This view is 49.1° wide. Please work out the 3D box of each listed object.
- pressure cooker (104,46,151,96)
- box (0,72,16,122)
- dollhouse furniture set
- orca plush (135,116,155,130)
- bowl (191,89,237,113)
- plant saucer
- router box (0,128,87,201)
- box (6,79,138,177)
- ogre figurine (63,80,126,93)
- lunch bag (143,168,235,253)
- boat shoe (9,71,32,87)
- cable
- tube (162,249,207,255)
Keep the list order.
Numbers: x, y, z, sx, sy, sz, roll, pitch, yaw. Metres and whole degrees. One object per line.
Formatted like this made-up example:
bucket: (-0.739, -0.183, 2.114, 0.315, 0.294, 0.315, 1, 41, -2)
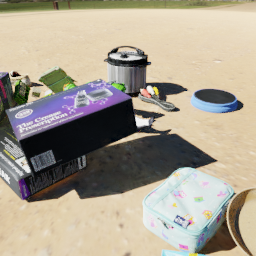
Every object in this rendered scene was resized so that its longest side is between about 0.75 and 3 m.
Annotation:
pressure cooker: (-0.011, -2.737, 13.058, 1.889, 2.148, 1.919, -14, 31, -23)
box: (-5.639, -0.948, 10.462, 1.740, 1.509, 2.846, 0, 29, 3)
dollhouse furniture set: (-3.371, -1.816, 11.431, 2.676, 1.337, 1.033, -23, 50, 19)
orca plush: (0.154, -0.278, 10.202, 1.712, 0.901, 0.609, -6, -10, 18)
bowl: (3.732, -1.230, 12.160, 1.962, 0.385, 1.962, 0, 29, 0)
plant saucer: (2.901, 2.079, 5.830, 1.735, 0.307, 1.735, 1, 50, -1)
router box: (-2.847, 0.736, 8.225, 2.055, 0.704, 2.756, -24, 36, -39)
box: (-1.522, -0.186, 7.530, 2.895, 1.142, 2.043, -23, 30, -21)
ogre figurine: (-1.676, -0.851, 10.395, 1.791, 1.465, 2.987, 27, 80, 45)
lunch bag: (1.332, 1.746, 6.378, 1.603, 0.770, 1.999, 24, 37, 37)
boat shoe: (-5.781, -2.586, 14.288, 1.987, 0.687, 0.732, 11, 31, 19)
cable: (1.180, -1.292, 12.112, 1.022, 0.530, 2.104, -13, 31, -22)
tube: (1.657, 2.642, 5.085, 2.139, 0.539, 0.828, 3, 9, 11)
